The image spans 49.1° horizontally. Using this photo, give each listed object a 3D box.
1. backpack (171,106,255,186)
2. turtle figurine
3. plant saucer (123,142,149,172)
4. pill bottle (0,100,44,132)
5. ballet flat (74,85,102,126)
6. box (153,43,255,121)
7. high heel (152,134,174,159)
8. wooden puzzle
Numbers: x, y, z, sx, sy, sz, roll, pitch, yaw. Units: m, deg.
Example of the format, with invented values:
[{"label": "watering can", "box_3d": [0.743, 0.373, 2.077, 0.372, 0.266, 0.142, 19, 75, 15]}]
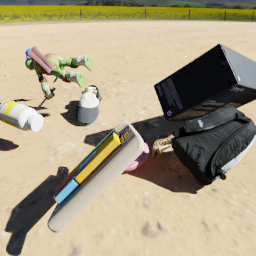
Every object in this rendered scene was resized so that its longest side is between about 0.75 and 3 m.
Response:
[{"label": "backpack", "box_3d": [1.956, 0.307, 6.237, 1.717, 1.087, 1.433, -33, 74, -13]}, {"label": "turtle figurine", "box_3d": [-2.244, -1.719, 9.442, 2.166, 2.233, 1.607, 6, 28, 22]}, {"label": "plant saucer", "box_3d": [-0.053, 0.585, 6.736, 1.086, 0.275, 1.086, -14, 35, 10]}, {"label": "pill bottle", "box_3d": [-2.756, -0.284, 7.236, 1.106, 0.619, 0.619, 20, 31, 21]}, {"label": "ballet flat", "box_3d": [-1.348, -0.919, 9.605, 0.882, 0.882, 2.415, 0, 26, 1]}, {"label": "box", "box_3d": [2.355, -1.042, 7.540, 1.985, 1.109, 2.813, -26, -15, 37]}, {"label": "high heel", "box_3d": [0.980, 0.463, 6.978, 0.631, 0.316, 0.885, 5, 44, 24]}, {"label": "wooden puzzle", "box_3d": [-0.606, 0.646, 4.954, 1.906, 0.384, 2.061, -45, 11, 1]}]
